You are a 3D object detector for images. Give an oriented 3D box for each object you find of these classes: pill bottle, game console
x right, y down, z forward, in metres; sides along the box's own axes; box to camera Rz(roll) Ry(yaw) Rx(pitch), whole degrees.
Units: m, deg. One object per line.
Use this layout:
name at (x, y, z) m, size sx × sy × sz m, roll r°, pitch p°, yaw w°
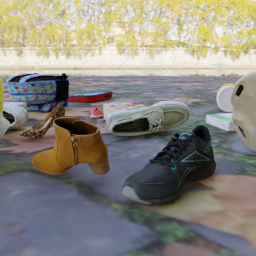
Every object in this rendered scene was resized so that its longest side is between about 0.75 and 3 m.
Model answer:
pill bottle at (4.519, -1.374, 12.399) m, size 1.138 × 1.138 × 2.019 m, roll 4°, pitch 13°, yaw 17°
game console at (-2.382, -1.846, 16.086) m, size 2.373 × 0.416 × 2.683 m, roll 6°, pitch 14°, yaw 24°

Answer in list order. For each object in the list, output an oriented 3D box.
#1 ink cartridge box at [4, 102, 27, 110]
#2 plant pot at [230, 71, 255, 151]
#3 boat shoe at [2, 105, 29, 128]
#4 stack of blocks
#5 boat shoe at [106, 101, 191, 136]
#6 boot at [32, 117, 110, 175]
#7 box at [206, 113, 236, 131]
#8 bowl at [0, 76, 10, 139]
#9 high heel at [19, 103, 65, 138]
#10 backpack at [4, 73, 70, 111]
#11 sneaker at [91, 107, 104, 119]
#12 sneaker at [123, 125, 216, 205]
ink cartridge box at (-4.463, -0.508, 9.646) m, size 1.616 × 0.671 × 1.185 m, roll 2°, pitch 13°, yaw 7°
plant pot at (3.914, -0.568, 6.333) m, size 2.557 × 2.793 × 2.793 m, roll -15°, pitch 16°, yaw -13°
boat shoe at (-4.401, -0.352, 8.565) m, size 2.534 × 0.912 × 0.833 m, roll 8°, pitch 6°, yaw 5°
stack of blocks at (-0.039, -0.468, 9.598) m, size 1.203 × 0.612 × 2.089 m, roll -4°, pitch 13°, yaw -17°
boat shoe at (0.645, -0.157, 8.146) m, size 2.534 × 0.912 × 0.786 m, roll -10°, pitch 29°, yaw -5°
boot at (-1.130, 0.285, 4.906) m, size 1.652 × 1.183 × 0.581 m, roll 3°, pitch 46°, yaw 17°
box at (3.733, -0.226, 9.250) m, size 1.853 × 0.337 × 1.338 m, roll -2°, pitch 13°, yaw -14°
bowl at (-3.276, -0.133, 5.388) m, size 1.521 × 2.827 × 2.827 m, roll 42°, pitch -5°, yaw -25°
high heel at (-2.352, -0.218, 7.720) m, size 1.286 × 0.916 × 0.459 m, roll -13°, pitch 36°, yaw -38°
backpack at (-3.985, -1.569, 12.136) m, size 2.194 × 1.617 × 2.404 m, roll 6°, pitch 13°, yaw 23°
sneaker at (-1.098, -0.614, 10.710) m, size 0.350 × 0.412 × 0.949 m, roll 5°, pitch 13°, yaw 22°
sneaker at (0.731, 0.539, 4.672) m, size 0.854 × 0.897 × 2.264 m, roll 13°, pitch 19°, yaw 39°
